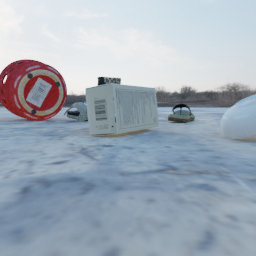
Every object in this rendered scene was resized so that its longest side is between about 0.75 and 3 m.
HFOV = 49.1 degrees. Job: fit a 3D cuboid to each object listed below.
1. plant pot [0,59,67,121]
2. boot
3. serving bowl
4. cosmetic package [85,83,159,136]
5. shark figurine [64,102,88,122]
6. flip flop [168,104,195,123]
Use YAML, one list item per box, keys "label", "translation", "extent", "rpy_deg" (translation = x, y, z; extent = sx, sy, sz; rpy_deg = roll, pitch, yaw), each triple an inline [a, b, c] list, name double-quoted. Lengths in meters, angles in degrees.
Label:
- label: "plant pot"
  translation: [-4.414, -1.745, 13.223]
  extent: [2.904, 2.904, 2.645]
  rpy_deg: [-4, 15, -36]
- label: "boot"
  translation: [-1.476, -1.320, 12.734]
  extent: [2.602, 1.965, 0.939]
  rpy_deg: [0, 5, -5]
- label: "serving bowl"
  translation: [2.954, -0.401, 6.425]
  extent: [1.829, 0.602, 1.829]
  rpy_deg: [-24, 7, 3]
- label: "cosmetic package"
  translation: [-0.055, -0.509, 7.635]
  extent: [0.871, 1.234, 2.383]
  rpy_deg: [-4, 1, 29]
- label: "shark figurine"
  translation: [-1.317, -0.403, 7.916]
  extent: [1.559, 0.932, 0.651]
  rpy_deg: [28, 61, 30]
- label: "flip flop"
  translation: [2.339, -0.692, 12.385]
  extent: [1.100, 0.781, 2.714]
  rpy_deg: [2, 5, 20]
